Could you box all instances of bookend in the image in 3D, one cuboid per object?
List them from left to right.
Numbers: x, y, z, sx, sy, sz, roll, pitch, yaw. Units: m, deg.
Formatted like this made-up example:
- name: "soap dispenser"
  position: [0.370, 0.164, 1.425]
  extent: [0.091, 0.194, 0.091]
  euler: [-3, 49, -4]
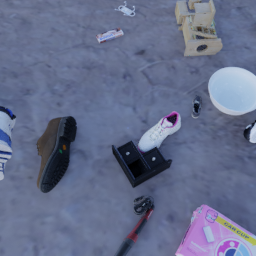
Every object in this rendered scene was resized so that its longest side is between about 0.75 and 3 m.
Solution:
- name: "bookend"
  position: [0.461, 1.000, 9.693]
  extent: [1.526, 0.703, 1.516]
  euler: [-26, 66, -13]

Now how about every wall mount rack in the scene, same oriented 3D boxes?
- name: "wall mount rack"
  position: [-0.143, -5.579, 13.247]
  extent: [0.941, 0.351, 0.818]
  euler: [35, 68, 17]

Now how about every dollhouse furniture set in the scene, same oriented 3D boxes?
- name: "dollhouse furniture set"
  position: [3.121, -4.915, 11.725]
  extent: [1.542, 2.452, 2.773]
  euler: [-4, 64, -3]

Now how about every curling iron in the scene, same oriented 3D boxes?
- name: "curling iron"
  position: [-0.035, 3.364, 8.661]
  extent: [0.727, 0.375, 2.933]
  euler: [29, 65, 8]

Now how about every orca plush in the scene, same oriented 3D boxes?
- name: "orca plush"
  position: [5.084, -0.289, 10.260]
  extent: [2.471, 1.300, 0.878]
  euler: [-37, 35, -7]

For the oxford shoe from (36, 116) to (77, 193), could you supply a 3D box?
- name: "oxford shoe"
  position: [-2.666, 0.892, 9.738]
  extent: [1.162, 1.000, 2.753]
  euler: [0, 61, 22]

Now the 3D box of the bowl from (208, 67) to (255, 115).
- name: "bowl"
  position: [4.003, -1.249, 10.715]
  extent: [2.047, 0.920, 2.047]
  euler: [0, 62, 0]

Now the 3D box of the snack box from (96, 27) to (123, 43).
- name: "snack box"
  position: [-0.822, -4.198, 12.655]
  extent: [1.173, 0.143, 0.422]
  euler: [-24, 65, -12]

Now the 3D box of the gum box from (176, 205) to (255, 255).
- name: "gum box"
  position: [2.926, 3.706, 8.156]
  extent: [2.863, 0.947, 1.625]
  euler: [31, 68, 15]

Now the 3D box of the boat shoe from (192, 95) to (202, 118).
- name: "boat shoe"
  position: [2.701, -0.894, 10.866]
  extent: [0.380, 0.328, 1.047]
  euler: [13, 64, 6]

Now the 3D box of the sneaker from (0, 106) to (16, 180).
- name: "sneaker"
  position: [-3.613, 0.325, 7.485]
  extent: [1.132, 2.801, 1.618]
  euler: [19, 52, -29]

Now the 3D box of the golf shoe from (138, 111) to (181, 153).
- name: "golf shoe"
  position: [1.118, 0.104, 10.045]
  extent: [1.998, 0.914, 0.752]
  euler: [-41, 71, -17]
